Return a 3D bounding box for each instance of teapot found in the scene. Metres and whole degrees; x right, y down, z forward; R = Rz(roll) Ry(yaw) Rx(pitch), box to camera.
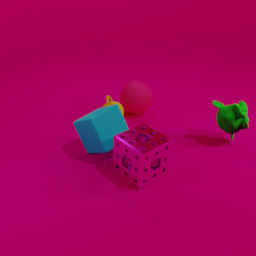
[{"bbox_3d":[-0.540,-0.456,8.898,0.769,1.237,0.606,-19,-22,28],"label":"teapot"}]

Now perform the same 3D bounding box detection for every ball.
[{"bbox_3d":[0.282,-1.051,9.542,1.110,1.110,1.110,0,29,0],"label":"ball"}]

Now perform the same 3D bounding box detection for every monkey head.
[{"bbox_3d":[2.929,-0.339,7.866,0.810,1.345,0.967,-18,23,38],"label":"monkey head"}]

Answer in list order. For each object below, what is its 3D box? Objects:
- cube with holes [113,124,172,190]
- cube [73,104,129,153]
[{"bbox_3d":[0.320,0.642,6.661,0.966,0.966,0.966,-22,38,-36],"label":"cube with holes"},{"bbox_3d":[-0.684,0.035,7.423,0.952,0.952,0.952,-33,15,-35],"label":"cube"}]
